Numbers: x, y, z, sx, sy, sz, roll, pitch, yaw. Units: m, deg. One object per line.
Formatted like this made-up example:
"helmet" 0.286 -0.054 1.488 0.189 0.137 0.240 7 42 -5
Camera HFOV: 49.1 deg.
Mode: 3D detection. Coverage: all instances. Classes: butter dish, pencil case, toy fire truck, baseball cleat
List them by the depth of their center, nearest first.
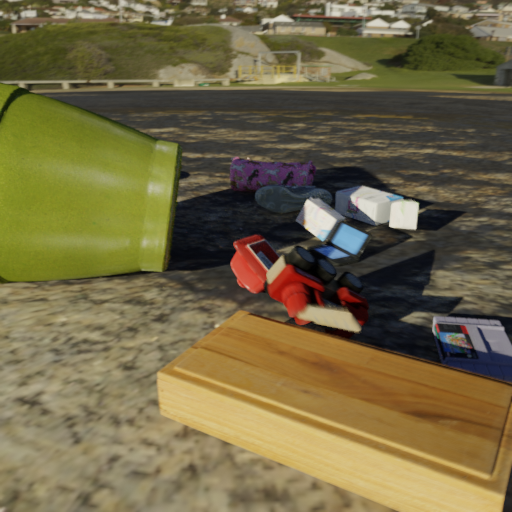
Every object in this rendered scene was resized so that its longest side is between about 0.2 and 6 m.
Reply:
"toy fire truck" 0.986 0.719 7.553 1.437 1.050 1.633 27 29 -26
"butter dish" -0.022 0.256 9.588 1.043 0.771 1.040 51 28 10
"baseball cleat" 0.863 -1.451 14.113 2.013 0.702 1.072 4 14 -16
"pencil case" 0.441 -2.216 15.505 2.344 1.014 0.971 6 -8 15

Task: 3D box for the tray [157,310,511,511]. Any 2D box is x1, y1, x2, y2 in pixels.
"tray" 0.899 1.601 6.224 3.635 0.673 1.793 13 25 27

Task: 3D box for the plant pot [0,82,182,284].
"plant pot" -3.091 -1.041 9.757 3.422 3.554 3.554 8 21 -7

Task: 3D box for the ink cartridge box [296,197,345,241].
"ink cartridge box" 1.316 -0.804 11.881 0.875 0.562 0.548 38 25 20

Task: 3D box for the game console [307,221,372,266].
"game console" 1.616 -0.262 11.018 0.862 0.571 0.981 -10 24 -30

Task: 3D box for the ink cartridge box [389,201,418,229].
"ink cartridge box" 3.201 -0.878 12.182 0.330 0.575 0.981 5 4 -2

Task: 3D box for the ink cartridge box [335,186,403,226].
"ink cartridge box" 2.696 -1.233 13.512 0.965 0.565 1.335 -16 28 -34

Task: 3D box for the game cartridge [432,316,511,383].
"game cartridge" 2.979 1.267 7.622 0.989 0.293 1.526 7 22 6
